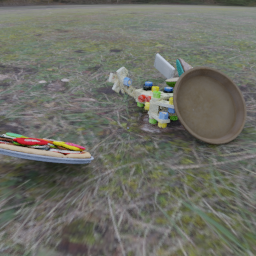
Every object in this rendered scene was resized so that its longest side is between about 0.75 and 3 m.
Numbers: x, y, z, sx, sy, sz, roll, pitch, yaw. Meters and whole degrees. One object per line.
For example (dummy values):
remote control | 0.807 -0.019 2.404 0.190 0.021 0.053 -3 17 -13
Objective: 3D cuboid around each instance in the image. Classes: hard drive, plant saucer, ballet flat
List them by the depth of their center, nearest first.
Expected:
plant saucer | 2.213 -0.623 7.686 2.244 2.244 0.331 -12 -12 -20
ballet flat | 2.133 -1.421 9.191 0.674 2.004 0.682 -13 -12 -3
hard drive | 1.508 -2.534 11.734 0.140 0.693 1.051 -31 65 -22

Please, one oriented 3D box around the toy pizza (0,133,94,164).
toy pizza | -1.832 0.399 5.998 2.236 0.354 2.236 9 -2 0

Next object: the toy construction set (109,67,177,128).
toy construction set | 0.609 -0.955 8.743 2.594 1.195 1.701 36 37 28

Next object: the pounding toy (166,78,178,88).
pounding toy | 1.958 -1.547 10.338 1.145 0.531 0.884 7 21 39
